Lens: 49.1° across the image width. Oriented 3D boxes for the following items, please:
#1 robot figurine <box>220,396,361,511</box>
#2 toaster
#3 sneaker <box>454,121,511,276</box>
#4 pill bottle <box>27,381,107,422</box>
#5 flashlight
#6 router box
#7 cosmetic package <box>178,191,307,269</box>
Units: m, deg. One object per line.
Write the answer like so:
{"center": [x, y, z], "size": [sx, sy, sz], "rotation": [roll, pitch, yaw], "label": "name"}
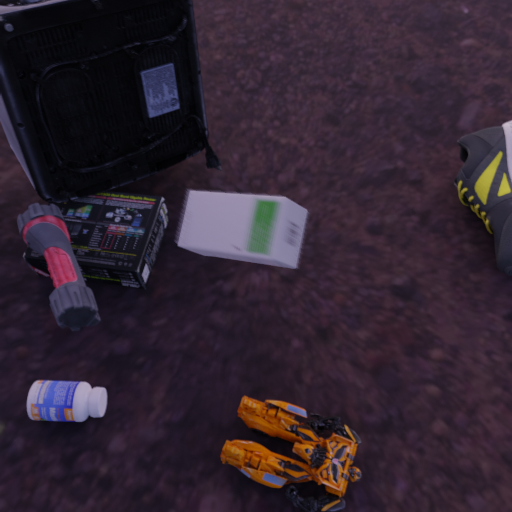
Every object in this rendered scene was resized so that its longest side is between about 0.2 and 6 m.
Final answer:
{"center": [0.555, 2.792, 7.983], "size": [1.947, 0.567, 1.412], "rotation": [16, 60, 10], "label": "robot figurine"}
{"center": [-2.705, -2.930, 9.727], "size": [3.382, 3.740, 2.219], "rotation": [-25, 44, -22], "label": "toaster"}
{"center": [4.364, -1.036, 10.314], "size": [1.337, 1.177, 3.160], "rotation": [-5, 58, 25], "label": "sneaker"}
{"center": [-2.807, 2.178, 8.377], "size": [1.040, 0.583, 0.583], "rotation": [2, 57, 2], "label": "pill bottle"}
{"center": [-3.080, 0.129, 8.607], "size": [0.747, 0.750, 2.206], "rotation": [-19, 52, -18], "label": "flashlight"}
{"center": [-2.766, -0.351, 9.896], "size": [2.116, 0.657, 1.585], "rotation": [7, 59, 9], "label": "router box"}
{"center": [-0.203, -0.374, 7.728], "size": [1.613, 0.684, 0.868], "rotation": [7, 83, 32], "label": "cosmetic package"}
